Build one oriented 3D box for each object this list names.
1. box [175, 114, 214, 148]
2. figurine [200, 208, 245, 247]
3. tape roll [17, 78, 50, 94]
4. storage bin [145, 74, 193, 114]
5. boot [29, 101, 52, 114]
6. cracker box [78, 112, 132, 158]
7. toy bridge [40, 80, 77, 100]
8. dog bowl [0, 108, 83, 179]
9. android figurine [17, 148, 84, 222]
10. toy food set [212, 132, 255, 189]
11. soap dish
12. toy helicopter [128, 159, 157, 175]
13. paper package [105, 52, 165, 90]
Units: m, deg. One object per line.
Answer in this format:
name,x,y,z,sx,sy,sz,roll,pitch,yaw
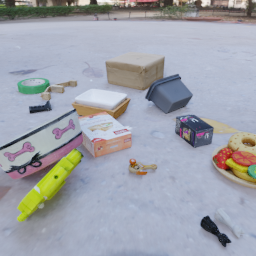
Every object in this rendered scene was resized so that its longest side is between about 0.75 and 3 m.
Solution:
box,2.465,0.073,10.551,0.816,0.708,1.334,-12,30,-21
figurine,2.245,2.348,6.589,0.784,0.338,0.765,-15,39,-29
tape roll,-5.267,-2.372,15.687,1.721,0.414,1.721,1,27,0
storage bin,1.973,-1.467,13.147,1.955,1.423,1.313,-21,61,-36
boot,-4.128,-0.990,13.126,0.990,0.325,0.816,-13,28,-15
cracker box,-1.027,0.161,10.456,1.475,0.635,2.203,-15,31,-27
toy bridge,-3.880,-2.130,15.272,0.884,0.358,2.631,10,29,25
dog bowl,-2.575,0.476,8.300,2.790,1.029,2.790,-26,10,5
android figurine,-1.922,1.426,6.929,0.428,1.899,2.087,41,66,0
toy food set,3.945,1.021,8.792,2.521,0.613,2.495,-18,32,-32
soap dish,-1.172,-1.039,12.569,2.128,0.864,1.674,12,29,22
toy helicopter,0.471,1.246,8.668,0.919,0.362,0.608,-2,29,-10
paper package,0.488,-3.504,16.745,2.703,1.467,2.836,16,32,28
